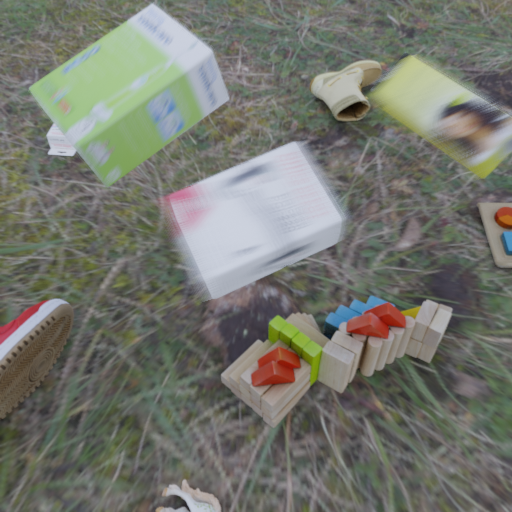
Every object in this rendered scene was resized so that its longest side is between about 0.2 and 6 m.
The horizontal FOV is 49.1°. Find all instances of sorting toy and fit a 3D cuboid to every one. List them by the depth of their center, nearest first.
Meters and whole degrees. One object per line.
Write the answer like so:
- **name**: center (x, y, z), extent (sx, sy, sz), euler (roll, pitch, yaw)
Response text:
- **sorting toy**: center (4.899, -0.397, 9.360), extent (2.064, 0.276, 1.538), euler (1, 49, 1)

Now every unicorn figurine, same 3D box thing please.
- **unicorn figurine**: center (-0.773, 3.130, 6.089), extent (0.943, 0.507, 1.373), euler (23, 47, 7)

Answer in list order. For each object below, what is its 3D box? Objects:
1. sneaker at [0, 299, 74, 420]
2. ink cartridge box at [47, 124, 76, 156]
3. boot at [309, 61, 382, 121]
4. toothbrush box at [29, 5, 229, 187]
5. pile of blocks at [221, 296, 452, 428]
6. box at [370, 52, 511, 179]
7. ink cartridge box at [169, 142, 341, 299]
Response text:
- **sneaker**: center (-3.943, 1.501, 7.130), extent (1.788, 1.133, 3.180), euler (25, 55, 17)
- **ink cartridge box**: center (-3.757, -2.405, 11.096), extent (0.559, 0.321, 0.955), euler (5, 49, 4)
- **boot**: center (2.141, -3.482, 11.853), extent (1.668, 0.607, 1.296), euler (-18, 51, -14)
- **toothbrush box**: center (-1.369, -1.768, 6.109), extent (1.692, 0.729, 1.232), euler (-40, 59, -8)
- **pile of blocks**: center (1.166, 1.021, 7.599), extent (3.391, 1.054, 1.392), euler (-18, 51, -15)
- **box**: center (2.914, -2.227, 8.753), extent (0.863, 0.575, 2.293), euler (-48, 58, 6)
- **ink cartridge box**: center (-0.004, -0.297, 4.617), extent (1.166, 0.494, 0.849), euler (-24, 69, -9)
